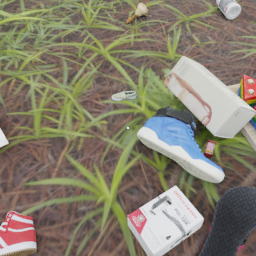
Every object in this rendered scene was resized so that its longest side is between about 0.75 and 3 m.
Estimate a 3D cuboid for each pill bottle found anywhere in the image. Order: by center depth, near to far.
[{"bbox_3d":[4.927,-6.028,13.809,0.761,0.761,1.336,-9,52,-7],"label":"pill bottle"}]

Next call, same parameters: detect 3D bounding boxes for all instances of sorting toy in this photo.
[{"bbox_3d":[4.940,-0.840,9.388,2.837,0.987,2.820,-13,52,-11],"label":"sorting toy"}]

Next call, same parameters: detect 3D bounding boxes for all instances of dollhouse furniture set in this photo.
[{"bbox_3d":[2.216,0.573,8.587,0.846,0.344,0.455,16,67,13],"label":"dollhouse furniture set"}]

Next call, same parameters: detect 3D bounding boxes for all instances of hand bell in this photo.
[{"bbox_3d":[0.323,-5.417,13.565,0.638,0.638,1.226,38,73,27],"label":"hand bell"}]

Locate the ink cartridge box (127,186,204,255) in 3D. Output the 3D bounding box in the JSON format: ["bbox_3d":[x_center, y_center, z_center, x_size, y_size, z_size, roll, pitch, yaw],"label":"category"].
[{"bbox_3d":[0.918,2.338,6.997,1.543,0.639,1.133,-27,55,-20],"label":"ink cartridge box"}]

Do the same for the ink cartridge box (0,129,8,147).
[{"bbox_3d":[-5.175,0.204,8.840,2.117,0.659,2.631,-29,61,-22],"label":"ink cartridge box"}]

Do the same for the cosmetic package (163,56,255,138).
[{"bbox_3d":[2.581,-1.013,9.117,1.389,1.172,2.687,10,35,-45],"label":"cosmetic package"}]

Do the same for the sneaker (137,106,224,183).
[{"bbox_3d":[1.774,0.307,8.195,2.801,1.075,1.558,30,74,32],"label":"sneaker"}]

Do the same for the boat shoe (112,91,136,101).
[{"bbox_3d":[-0.147,-1.198,10.151,0.892,0.277,0.321,-8,51,-6],"label":"boat shoe"}]

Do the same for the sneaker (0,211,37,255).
[{"bbox_3d":[-3.175,2.631,6.755,1.838,0.655,1.034,-5,54,-14],"label":"sneaker"}]

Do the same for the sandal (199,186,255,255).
[{"bbox_3d":[2.435,2.625,6.899,1.039,0.623,2.766,26,70,27],"label":"sandal"}]
